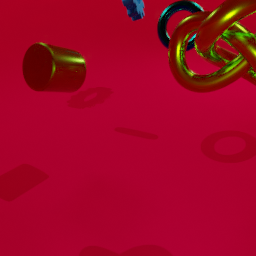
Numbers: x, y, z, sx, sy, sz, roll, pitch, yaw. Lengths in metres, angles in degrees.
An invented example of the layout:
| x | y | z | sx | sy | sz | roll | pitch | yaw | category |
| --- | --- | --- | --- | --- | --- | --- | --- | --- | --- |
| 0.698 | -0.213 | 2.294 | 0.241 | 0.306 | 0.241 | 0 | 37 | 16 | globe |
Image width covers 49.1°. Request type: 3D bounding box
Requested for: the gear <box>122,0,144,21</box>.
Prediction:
| x | y | z | sx | sy | sz | roll | pitch | yaw | category |
| --- | --- | --- | --- | --- | --- | --- | --- | --- | --- |
| 0.094 | -4.419 | 8.980 | 0.335 | 1.812 | 1.812 | -10 | 27 | 18 | gear |

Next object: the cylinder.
| x | y | z | sx | sy | sz | roll | pitch | yaw | category |
| --- | --- | --- | --- | --- | --- | --- | --- | --- | --- |
| -1.403 | -1.128 | 5.390 | 0.873 | 0.873 | 0.873 | 19 | 15 | 30 | cylinder |

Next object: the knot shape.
| x | y | z | sx | sy | sz | roll | pitch | yaw | category |
| --- | --- | --- | --- | --- | --- | --- | --- | --- | --- |
| 1.123 | -0.917 | 3.371 | 1.421 | 1.519 | 0.702 | 4 | 59 | 37 | knot shape |

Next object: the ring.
| x | y | z | sx | sy | sz | roll | pitch | yaw | category |
| --- | --- | --- | --- | --- | --- | --- | --- | --- | --- |
| 1.335 | -2.533 | 6.997 | 1.262 | 1.262 | 0.252 | 13 | 11 | 21 | ring |
